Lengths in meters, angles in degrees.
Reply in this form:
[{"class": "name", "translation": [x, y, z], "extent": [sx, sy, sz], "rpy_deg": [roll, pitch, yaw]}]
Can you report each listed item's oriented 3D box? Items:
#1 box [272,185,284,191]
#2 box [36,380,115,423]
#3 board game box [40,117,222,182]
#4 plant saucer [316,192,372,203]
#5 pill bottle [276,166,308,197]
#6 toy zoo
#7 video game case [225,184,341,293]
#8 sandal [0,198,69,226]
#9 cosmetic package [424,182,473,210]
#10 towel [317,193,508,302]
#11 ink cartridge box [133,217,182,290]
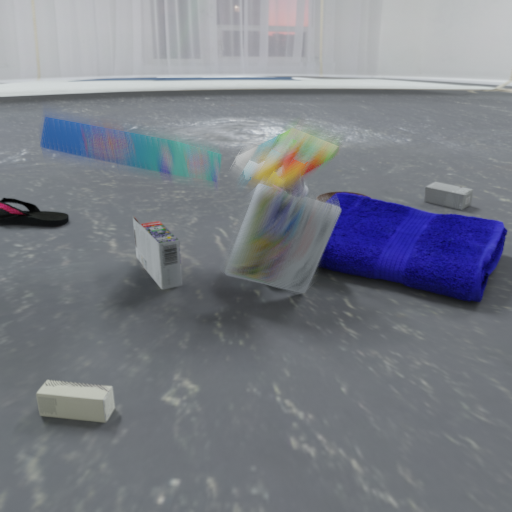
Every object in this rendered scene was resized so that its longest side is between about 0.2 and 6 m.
[{"class": "box", "translation": [0.429, -0.454, 10.175], "extent": [0.618, 1.279, 1.125], "rpy_deg": [26, 13, -36]}, {"class": "box", "translation": [-2.125, 1.712, 6.608], "extent": [0.840, 0.345, 0.287], "rpy_deg": [4, 23, 7]}, {"class": "board game box", "translation": [-2.104, -1.830, 9.788], "extent": [2.488, 0.560, 1.892], "rpy_deg": [14, 8, 16]}, {"class": "plant saucer", "translation": [2.189, -1.289, 13.848], "extent": [1.407, 0.242, 1.407], "rpy_deg": [0, 22, 0]}, {"class": "pill bottle", "translation": [0.690, -1.386, 10.683], "extent": [0.388, 0.686, 0.388], "rpy_deg": [-19, 52, 26]}, {"class": "toy zoo", "translation": [0.428, -1.594, 9.161], "extent": [1.630, 0.167, 1.069], "rpy_deg": [-34, 48, -32]}, {"class": "video game case", "translation": [0.425, -0.241, 9.012], "extent": [1.444, 1.587, 0.175], "rpy_deg": [14, 22, -20]}, {"class": "sandal", "translation": [-5.449, -1.045, 12.898], "extent": [2.300, 0.518, 0.864], "rpy_deg": [3, 23, 7]}, {"class": "cosmetic package", "translation": [4.835, -1.519, 14.118], "extent": [1.046, 0.472, 0.559], "rpy_deg": [22, 35, 37]}, {"class": "towel", "translation": [2.689, -0.352, 10.721], "extent": [3.728, 0.924, 2.753], "rpy_deg": [12, 25, 27]}, {"class": "ink cartridge box", "translation": [-1.826, -0.122, 10.235], "extent": [0.410, 0.887, 1.629], "rpy_deg": [-11, 25, -24]}]
